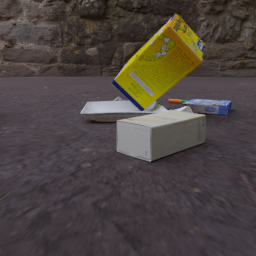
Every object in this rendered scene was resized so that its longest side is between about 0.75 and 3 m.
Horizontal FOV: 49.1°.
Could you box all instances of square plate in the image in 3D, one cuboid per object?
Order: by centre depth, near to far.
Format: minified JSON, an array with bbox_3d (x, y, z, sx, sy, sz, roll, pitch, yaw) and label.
[{"bbox_3d":[-0.155,-0.641,10.216,2.848,0.409,2.875,-1,12,-3],"label":"square plate"}]

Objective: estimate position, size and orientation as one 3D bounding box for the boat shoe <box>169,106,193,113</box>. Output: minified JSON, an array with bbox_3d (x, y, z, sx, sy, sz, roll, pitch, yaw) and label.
[{"bbox_3d":[1.310,-0.267,8.249,0.604,0.635,1.764,-21,6,39],"label":"boat shoe"}]

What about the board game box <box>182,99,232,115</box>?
[{"bbox_3d":[3.223,-0.881,11.358,1.696,0.370,1.704,5,13,24],"label":"board game box"}]

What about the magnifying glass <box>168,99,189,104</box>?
[{"bbox_3d":[2.791,-1.258,13.502,1.789,0.200,0.712,7,15,33],"label":"magnifying glass"}]

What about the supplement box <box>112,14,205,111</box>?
[{"bbox_3d":[1.067,-2.259,9.962,2.924,1.601,1.591,-38,16,36],"label":"supplement box"}]

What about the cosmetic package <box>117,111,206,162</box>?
[{"bbox_3d":[0.783,0.098,6.217,1.010,0.713,1.952,12,16,43],"label":"cosmetic package"}]

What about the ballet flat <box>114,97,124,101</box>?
[{"bbox_3d":[-0.427,-1.165,12.722,0.444,0.432,1.249,-21,15,-2],"label":"ballet flat"}]
